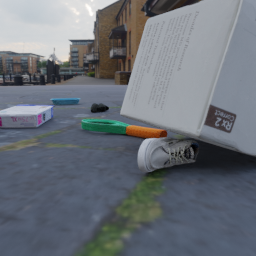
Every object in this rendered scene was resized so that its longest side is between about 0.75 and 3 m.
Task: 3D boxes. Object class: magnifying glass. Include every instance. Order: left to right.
[{"bbox_3d":[-0.185,0.002,7.756,2.773,0.311,1.104,11,11,38],"label":"magnifying glass"}]

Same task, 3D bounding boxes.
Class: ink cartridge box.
[{"bbox_3d":[-3.505,-0.449,9.671,1.465,0.515,2.454,0,14,-1],"label":"ink cartridge box"}]

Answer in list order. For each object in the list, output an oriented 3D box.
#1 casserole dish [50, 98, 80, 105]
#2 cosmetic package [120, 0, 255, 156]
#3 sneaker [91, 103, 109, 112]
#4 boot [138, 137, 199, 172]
[{"bbox_3d":[-3.486,-1.482,15.668,1.672,0.324,1.013,-4,11,-23],"label":"casserole dish"},{"bbox_3d":[1.651,-0.889,5.649,2.301,2.303,2.792,15,2,-29],"label":"cosmetic package"},{"bbox_3d":[-1.238,-0.881,12.373,0.477,0.399,1.050,17,22,29],"label":"sneaker"},{"bbox_3d":[0.771,0.411,4.863,0.727,0.560,1.521,-2,8,28],"label":"boot"}]
